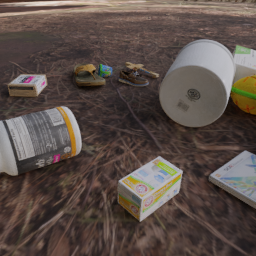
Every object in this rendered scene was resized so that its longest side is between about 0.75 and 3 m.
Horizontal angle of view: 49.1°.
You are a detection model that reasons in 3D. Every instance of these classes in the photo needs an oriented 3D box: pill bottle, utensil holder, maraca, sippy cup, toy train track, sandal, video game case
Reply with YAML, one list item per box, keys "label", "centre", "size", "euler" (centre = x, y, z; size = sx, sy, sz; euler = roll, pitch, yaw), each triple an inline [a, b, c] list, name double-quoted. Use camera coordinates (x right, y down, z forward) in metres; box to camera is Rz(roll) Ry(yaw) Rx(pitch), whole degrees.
- label: "pill bottle"
  centre: [-2.448, 0.357, 6.854]
  size: [2.334, 1.358, 1.358]
  euler: [-18, 34, -27]
- label: "utensil holder"
  centre: [2.355, -1.539, 9.324]
  size: [2.209, 2.209, 2.599]
  euler: [10, 33, 17]
- label: "maraca"
  centre: [4.622, -1.036, 9.430]
  size: [2.394, 1.281, 1.641]
  euler: [15, 21, 6]
- label: "sippy cup"
  centre: [-1.038, -2.603, 12.845]
  size: [0.565, 0.605, 0.771]
  euler: [3, 55, -16]
- label: "toy train track"
  centre: [0.629, -2.680, 13.242]
  size: [1.908, 0.310, 1.094]
  euler: [29, 34, 32]
- label: "sandal"
  centre: [-1.836, -2.502, 12.388]
  size: [1.153, 0.775, 2.870]
  euler: [-10, 31, -17]
- label: "video game case"
  centre: [3.077, 1.243, 6.458]
  size: [1.616, 0.195, 1.773]
  euler: [-23, 38, -34]

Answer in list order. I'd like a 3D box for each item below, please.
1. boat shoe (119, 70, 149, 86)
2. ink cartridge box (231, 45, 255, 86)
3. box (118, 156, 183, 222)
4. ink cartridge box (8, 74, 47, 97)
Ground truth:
- label: "boat shoe"
  centre: [0.211, -2.162, 12.050]
  size: [1.454, 0.526, 0.525]
  euler: [15, 33, 25]
- label: "ink cartridge box"
  centre: [5.302, -1.974, 10.534]
  size: [2.968, 0.999, 1.738]
  euler: [20, 43, 10]
- label: "box"
  centre: [0.470, 1.255, 5.953]
  size: [1.266, 0.642, 0.712]
  euler: [-25, 41, -35]
- label: "ink cartridge box"
  centre: [-4.033, -1.746, 11.355]
  size: [1.106, 0.504, 1.343]
  euler: [1, 29, 3]
